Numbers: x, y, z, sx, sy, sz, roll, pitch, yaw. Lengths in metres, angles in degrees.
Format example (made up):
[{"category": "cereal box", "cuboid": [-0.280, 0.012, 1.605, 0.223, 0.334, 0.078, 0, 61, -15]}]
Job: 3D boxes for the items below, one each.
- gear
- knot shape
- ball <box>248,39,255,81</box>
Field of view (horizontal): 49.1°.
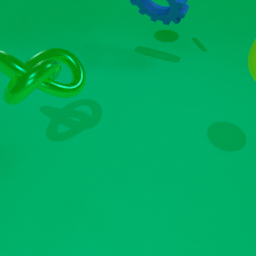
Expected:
[{"category": "gear", "cuboid": [0.873, -3.793, 8.265, 1.854, 1.854, 0.343, 23, 81, 23]}, {"category": "knot shape", "cuboid": [-2.015, -1.157, 5.903, 1.832, 0.904, 1.957, 16, 27, 24]}, {"category": "ball", "cuboid": [2.325, -1.031, 4.116, 1.031, 1.031, 1.031, 0, 43, 0]}]
